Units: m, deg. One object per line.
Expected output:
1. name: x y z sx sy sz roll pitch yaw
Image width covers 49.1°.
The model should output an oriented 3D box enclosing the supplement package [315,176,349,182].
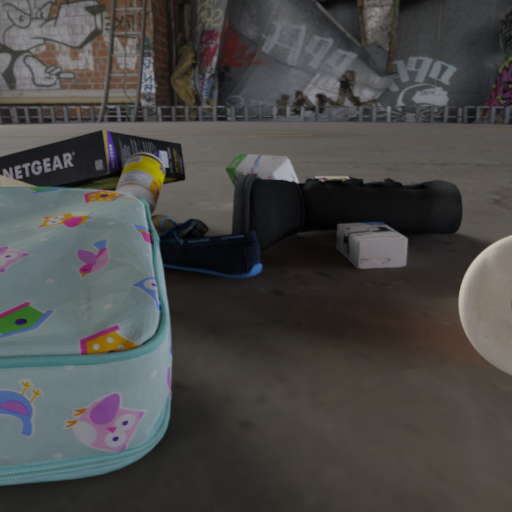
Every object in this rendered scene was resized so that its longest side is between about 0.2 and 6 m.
1. supplement package: 1.521 -1.139 10.930 0.711 0.685 1.250 0 16 0

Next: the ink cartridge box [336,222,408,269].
1. ink cartridge box: 1.647 -0.172 8.085 0.727 0.419 1.002 -2 17 -8

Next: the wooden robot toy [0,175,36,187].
1. wooden robot toy: -2.645 0.060 6.333 1.487 1.532 3.375 -30 -16 16

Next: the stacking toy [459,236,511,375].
1. stacking toy: 2.619 0.448 5.311 1.249 1.249 1.709 7 0 23

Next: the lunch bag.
1. lunch bag: -1.905 0.380 4.348 2.368 1.138 2.953 -4 26 -13

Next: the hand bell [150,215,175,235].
1. hand bell: -1.581 -0.202 8.413 0.503 0.503 0.966 3 28 11

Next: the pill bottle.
1. pill bottle: -1.877 -1.052 8.943 0.668 0.668 1.223 1 46 5

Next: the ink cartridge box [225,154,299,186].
1. ink cartridge box: 0.155 -1.489 11.151 1.289 0.933 0.541 13 53 41

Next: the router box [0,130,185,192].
1. router box: -3.226 -1.619 10.695 2.969 0.776 2.335 -7 2 27

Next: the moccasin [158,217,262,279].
1. moccasin: -0.789 -0.182 7.504 1.985 0.677 0.799 7 13 23

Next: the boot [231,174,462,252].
1. boot: 1.439 -0.627 8.710 3.489 1.145 2.876 6 19 3
